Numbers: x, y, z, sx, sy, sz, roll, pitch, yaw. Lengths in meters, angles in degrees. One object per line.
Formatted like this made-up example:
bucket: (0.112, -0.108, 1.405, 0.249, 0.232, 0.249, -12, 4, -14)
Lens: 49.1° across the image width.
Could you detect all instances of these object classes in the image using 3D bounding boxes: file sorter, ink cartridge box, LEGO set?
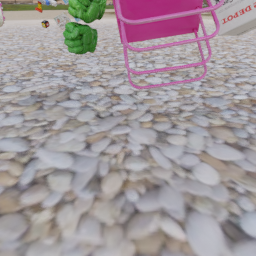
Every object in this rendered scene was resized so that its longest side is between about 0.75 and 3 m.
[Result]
file sorter: (0.485, -1.558, 3.788, 1.354, 1.948, 1.222, -8, 63, 3)
ink cartridge box: (1.765, -2.392, 4.076, 0.726, 1.733, 1.251, -22, 4, -42)
LEGO set: (-1.962, -3.180, 7.207, 1.831, 1.368, 0.450, -4, 39, 45)

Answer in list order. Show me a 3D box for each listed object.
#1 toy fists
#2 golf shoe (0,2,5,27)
toy fists: (-0.844, -2.000, 5.301, 0.646, 1.267, 0.436, -1, 36, -31)
golf shoe: (-3.355, -2.274, 6.005, 1.780, 0.671, 0.815, -10, 10, 44)
